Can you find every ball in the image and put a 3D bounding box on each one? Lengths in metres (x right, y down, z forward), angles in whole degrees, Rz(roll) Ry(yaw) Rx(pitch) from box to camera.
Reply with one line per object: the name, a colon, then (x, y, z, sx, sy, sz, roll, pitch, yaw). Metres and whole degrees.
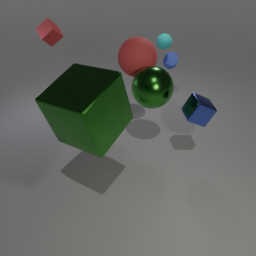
ball: (0.334, -2.514, 9.969, 1.400, 1.400, 1.400, 0, 32, 0)
ball: (0.810, -1.345, 9.286, 1.400, 1.400, 1.400, 0, 32, 0)
ball: (1.671, -3.969, 12.856, 0.700, 0.700, 0.700, 0, 32, 0)

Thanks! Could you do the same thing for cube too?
cube: (-3.312, -4.048, 11.871, 0.700, 0.700, 0.700, -35, 67, 14)
cube: (2.234, -0.576, 8.860, 0.700, 0.700, 0.700, 18, 32, -22)
cube: (-0.922, -0.436, 6.400, 1.400, 1.400, 1.400, 17, 53, 30)

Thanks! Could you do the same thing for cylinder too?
cylinder: (2.123, -3.358, 13.980, 0.700, 0.700, 0.700, 2, 0, 3)
